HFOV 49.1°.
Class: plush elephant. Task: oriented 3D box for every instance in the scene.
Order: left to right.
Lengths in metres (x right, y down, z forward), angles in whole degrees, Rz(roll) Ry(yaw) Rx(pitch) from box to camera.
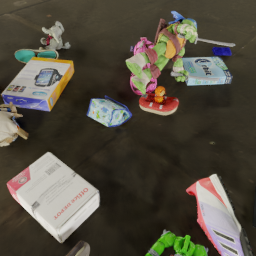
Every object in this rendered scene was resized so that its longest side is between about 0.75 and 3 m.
[{"bbox_3d":[-3.397,-4.140,12.695,1.447,1.120,1.191,0,44,0],"label":"plush elephant"}]

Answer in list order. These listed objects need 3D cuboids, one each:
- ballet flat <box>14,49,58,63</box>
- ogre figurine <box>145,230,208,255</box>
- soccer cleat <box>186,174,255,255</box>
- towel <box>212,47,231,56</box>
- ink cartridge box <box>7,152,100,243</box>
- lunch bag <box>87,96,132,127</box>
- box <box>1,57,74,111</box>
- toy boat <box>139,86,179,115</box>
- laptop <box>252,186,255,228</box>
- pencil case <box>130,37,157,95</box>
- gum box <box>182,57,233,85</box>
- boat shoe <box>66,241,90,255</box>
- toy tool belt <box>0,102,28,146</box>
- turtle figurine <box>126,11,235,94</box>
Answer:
[{"bbox_3d":[-3.930,-3.103,12.142,1.815,0.612,0.566,-1,16,-6],"label":"ballet flat"},{"bbox_3d":[1.116,2.729,5.859,1.419,0.696,0.851,10,56,27],"label":"ogre figurine"},{"bbox_3d":[2.115,2.305,6.325,0.940,0.877,2.570,-24,49,13],"label":"soccer cleat"},{"bbox_3d":[4.253,-3.488,12.688,0.774,0.192,0.572,-1,43,-1],"label":"towel"},{"bbox_3d":[-1.782,1.639,6.857,1.826,0.774,1.330,31,52,25],"label":"ink cartridge box"},{"bbox_3d":[-0.556,-0.555,9.141,1.000,0.750,1.176,29,20,27],"label":"lunch bag"},{"bbox_3d":[-3.330,-1.623,10.482,1.738,0.606,2.920,8,47,9],"label":"box"},{"bbox_3d":[1.073,-1.012,9.554,1.323,0.865,0.863,14,37,12],"label":"toy boat"},{"bbox_3d":[3.853,1.891,6.685,1.427,0.737,1.265,16,45,15],"label":"laptop"},{"bbox_3d":[0.613,-2.438,10.891,1.135,1.172,2.502,1,44,2],"label":"pencil case"},{"bbox_3d":[3.093,-2.323,11.330,1.745,0.389,1.483,-4,44,-4],"label":"gum box"},{"bbox_3d":[-1.544,2.989,5.565,0.706,0.717,1.926,25,48,24],"label":"boat shoe"},{"bbox_3d":[-3.998,-0.290,8.858,1.201,1.220,1.954,4,35,-46],"label":"toy tool belt"},{"bbox_3d":[1.611,-2.190,9.115,2.890,2.145,2.981,-37,96,-6],"label":"turtle figurine"}]
